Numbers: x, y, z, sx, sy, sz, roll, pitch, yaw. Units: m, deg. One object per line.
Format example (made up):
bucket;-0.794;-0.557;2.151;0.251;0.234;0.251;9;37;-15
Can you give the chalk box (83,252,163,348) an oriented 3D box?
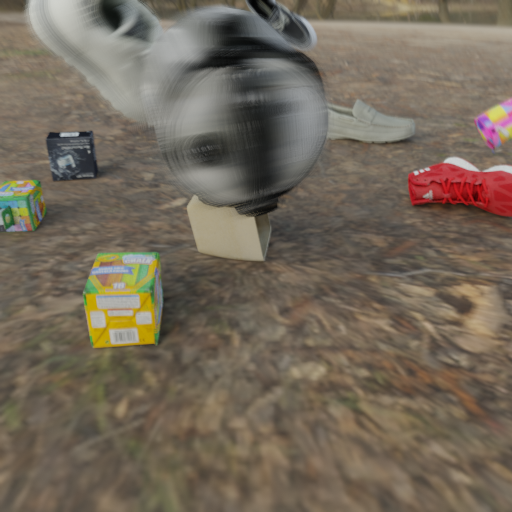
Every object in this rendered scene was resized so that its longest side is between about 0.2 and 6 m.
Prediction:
chalk box;-1.680;0.466;7.341;0.841;0.836;1.351;-2;28;-5

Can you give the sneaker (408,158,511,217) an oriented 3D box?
sneaker;3.815;-1.119;10.472;1.499;1.017;2.595;-18;20;-15

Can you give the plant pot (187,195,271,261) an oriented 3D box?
plant pot;-0.449;-0.645;9.195;1.094;1.234;1.236;-8;26;11

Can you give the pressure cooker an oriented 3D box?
pressure cooker;-0.241;-1.618;6.419;1.947;1.978;2.214;28;23;-32

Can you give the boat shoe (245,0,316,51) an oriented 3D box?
boat shoe;0.465;-4.677;11.117;1.656;0.594;0.561;44;28;5

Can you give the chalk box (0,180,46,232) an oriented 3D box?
chalk box;-4.271;-0.847;10.007;0.678;0.683;1.094;-3;29;-4

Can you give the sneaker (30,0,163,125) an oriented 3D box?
sneaker;-1.657;-2.755;7.811;1.151;1.092;2.858;-9;-18;29

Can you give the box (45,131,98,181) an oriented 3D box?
box;-4.002;-2.183;12.216;0.941;0.956;0.562;-5;28;-9

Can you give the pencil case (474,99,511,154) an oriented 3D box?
pencil case;3.842;-2.050;8.004;1.379;0.610;0.610;-30;26;12

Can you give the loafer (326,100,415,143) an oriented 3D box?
loafer;2.736;-3.594;14.818;2.910;1.015;1.017;5;28;10
